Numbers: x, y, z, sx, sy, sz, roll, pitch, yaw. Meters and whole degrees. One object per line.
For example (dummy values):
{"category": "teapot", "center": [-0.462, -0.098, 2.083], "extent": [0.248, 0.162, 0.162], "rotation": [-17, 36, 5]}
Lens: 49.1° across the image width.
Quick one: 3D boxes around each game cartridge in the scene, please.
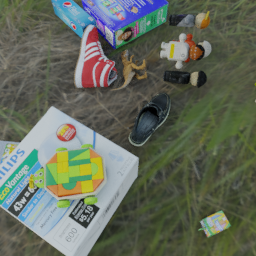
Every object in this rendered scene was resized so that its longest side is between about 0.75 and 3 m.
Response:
{"category": "game cartridge", "center": [-3.656, 0.889, 8.983], "extent": [1.325, 0.268, 0.884], "rotation": [5, 67, 3]}

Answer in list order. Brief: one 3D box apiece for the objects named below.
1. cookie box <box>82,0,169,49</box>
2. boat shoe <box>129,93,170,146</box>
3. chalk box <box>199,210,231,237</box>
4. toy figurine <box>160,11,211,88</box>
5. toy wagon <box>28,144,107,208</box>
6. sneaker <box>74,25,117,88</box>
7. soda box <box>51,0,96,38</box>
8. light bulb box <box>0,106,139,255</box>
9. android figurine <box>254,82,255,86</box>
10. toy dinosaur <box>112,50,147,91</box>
{"category": "cookie box", "center": [-0.102, -4.787, 11.404], "extent": [2.682, 1.008, 2.294], "rotation": [-33, 68, -15]}
{"category": "boat shoe", "center": [0.782, -0.432, 9.330], "extent": [0.833, 0.739, 2.229], "rotation": [36, 70, 12]}
{"category": "chalk box", "center": [2.375, 2.743, 7.897], "extent": [0.802, 0.499, 0.497], "rotation": [-23, 65, -10]}
{"category": "toy figurine", "center": [2.103, -2.701, 9.718], "extent": [1.521, 2.152, 2.186], "rotation": [10, 64, 17]}
{"category": "toy wagon", "center": [-1.466, 1.140, 6.690], "extent": [1.871, 0.370, 1.452], "rotation": [-7, 63, -4]}
{"category": "sneaker", "center": [-1.024, -2.631, 10.361], "extent": [1.476, 0.935, 2.625], "rotation": [5, 71, 7]}
{"category": "soda box", "center": [-2.203, -4.557, 11.459], "extent": [0.671, 0.710, 2.092], "rotation": [-38, 69, -17]}
{"category": "light bulb box", "center": [-1.690, 1.496, 7.765], "extent": [2.950, 1.841, 2.924], "rotation": [29, 67, 14]}
{"category": "android figurine", "center": [5.392, -1.263, 10.023], "extent": [1.466, 0.331, 1.611], "rotation": [-32, 66, -15]}
{"category": "toy dinosaur", "center": [0.084, -1.991, 10.286], "extent": [1.180, 0.671, 2.221], "rotation": [-5, 50, 9]}
